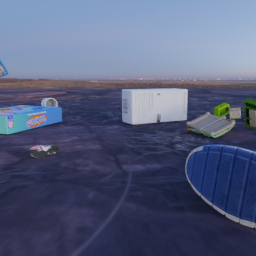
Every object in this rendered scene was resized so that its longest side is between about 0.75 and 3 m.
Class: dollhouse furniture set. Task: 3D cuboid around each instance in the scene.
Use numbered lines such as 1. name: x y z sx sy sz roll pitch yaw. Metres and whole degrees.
1. dollhouse furniture set: 3.444 -0.062 9.790 2.714 1.048 1.356 -25 27 -20

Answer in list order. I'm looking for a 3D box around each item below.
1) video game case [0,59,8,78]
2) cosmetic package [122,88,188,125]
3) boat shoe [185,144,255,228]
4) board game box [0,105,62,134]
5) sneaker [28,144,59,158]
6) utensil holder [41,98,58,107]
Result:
1. video game case: -4.603 -2.094 8.052 1.423 1.988 0.177 -23 49 -7
2. cosmetic package: 1.170 -0.974 11.997 2.804 1.426 1.038 -6 12 -25
3. boat shoe: 2.075 0.854 3.691 2.639 0.953 0.955 19 14 33
4. board game box: -4.354 -0.400 10.856 2.229 0.659 2.931 5 11 24
5. sneaker: -2.088 0.567 6.827 0.332 0.309 0.768 -4 -4 40
6. utensil holder: -4.523 -1.362 16.034 0.730 0.730 0.859 -7 10 -33
